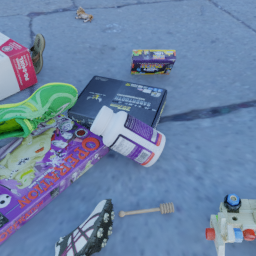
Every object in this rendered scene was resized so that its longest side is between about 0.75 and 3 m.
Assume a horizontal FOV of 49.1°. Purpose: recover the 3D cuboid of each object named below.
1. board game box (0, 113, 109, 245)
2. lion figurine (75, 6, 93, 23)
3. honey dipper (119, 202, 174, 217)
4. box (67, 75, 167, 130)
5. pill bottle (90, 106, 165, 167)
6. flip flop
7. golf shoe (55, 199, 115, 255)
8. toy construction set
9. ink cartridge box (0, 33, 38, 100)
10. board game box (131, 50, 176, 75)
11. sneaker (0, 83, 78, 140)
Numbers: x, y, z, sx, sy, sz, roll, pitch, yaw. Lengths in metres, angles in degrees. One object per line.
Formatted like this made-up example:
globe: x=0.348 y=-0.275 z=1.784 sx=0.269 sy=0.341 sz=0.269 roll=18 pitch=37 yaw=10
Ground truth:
board game box: x=-2.047 y=0.844 z=6.085 sx=1.787 sy=0.481 sz=2.977 roll=31 pitch=50 yaw=24
lion figurine: x=-1.908 y=-5.033 z=12.576 sx=1.123 sy=0.407 sz=0.688 roll=34 pitch=43 yaw=14
honey dipper: x=0.351 y=1.609 z=5.417 sx=1.067 sy=0.203 sz=0.203 roll=-8 pitch=43 yaw=-2
box: x=-0.225 y=-0.557 z=7.459 sx=2.219 sy=0.566 sz=1.750 roll=13 pitch=46 yaw=14
pill bottle: x=-0.020 y=0.155 z=6.078 sx=1.501 sy=0.836 sz=0.836 roll=30 pitch=42 yaw=-12
flip flop: x=-2.932 y=-2.327 z=8.840 sx=0.550 sy=1.355 sz=0.390 roll=42 pitch=40 yaw=19
golf shoe: x=-0.792 y=1.896 z=4.744 sx=0.786 sy=0.689 sz=1.785 roll=9 pitch=42 yaw=20
toy construction set: x=2.248 y=1.780 z=4.727 sx=2.106 sy=0.970 sz=1.381 roll=11 pitch=43 yaw=-5
ink cartridge box: x=-4.527 y=-1.589 z=8.119 sx=2.099 sy=1.205 sz=2.890 roll=33 pitch=52 yaw=31
board game box: x=0.749 y=-2.021 z=8.692 sx=1.291 sy=1.067 sz=0.366 roll=-1 pitch=79 yaw=-2
sneaker: x=-2.217 y=-0.258 z=6.474 sx=2.385 sy=0.883 sz=0.997 roll=-25 pitch=47 yaw=-11
